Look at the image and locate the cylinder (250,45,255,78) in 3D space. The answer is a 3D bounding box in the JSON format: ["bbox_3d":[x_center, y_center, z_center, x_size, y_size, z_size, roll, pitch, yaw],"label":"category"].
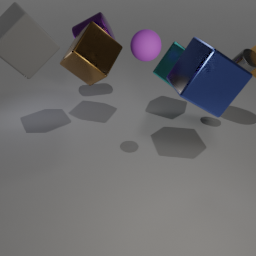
[{"bbox_3d":[5.057,-2.478,9.564,1.400,1.400,1.400,7,70,-19],"label":"cylinder"}]

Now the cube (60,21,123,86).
[{"bbox_3d":[-1.316,-2.582,9.964,1.400,1.400,1.400,-10,50,58],"label":"cube"}]

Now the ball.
[{"bbox_3d":[0.403,-1.868,6.346,0.700,0.700,0.700,0,30,0],"label":"ball"}]

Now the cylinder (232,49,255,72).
[{"bbox_3d":[3.757,-2.088,9.099,0.700,0.700,0.700,9,65,-19],"label":"cylinder"}]

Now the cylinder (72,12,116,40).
[{"bbox_3d":[-1.440,-3.971,11.975,1.400,1.400,1.400,-24,28,12],"label":"cylinder"}]

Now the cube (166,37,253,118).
[{"bbox_3d":[2.138,-1.398,7.639,1.400,1.400,1.400,25,23,-22],"label":"cube"}]

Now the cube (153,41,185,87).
[{"bbox_3d":[2.001,-2.387,10.989,1.400,1.400,1.400,36,19,1],"label":"cube"}]

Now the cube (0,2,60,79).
[{"bbox_3d":[-3.204,-2.633,8.472,1.400,1.400,1.400,-45,47,2],"label":"cube"}]
